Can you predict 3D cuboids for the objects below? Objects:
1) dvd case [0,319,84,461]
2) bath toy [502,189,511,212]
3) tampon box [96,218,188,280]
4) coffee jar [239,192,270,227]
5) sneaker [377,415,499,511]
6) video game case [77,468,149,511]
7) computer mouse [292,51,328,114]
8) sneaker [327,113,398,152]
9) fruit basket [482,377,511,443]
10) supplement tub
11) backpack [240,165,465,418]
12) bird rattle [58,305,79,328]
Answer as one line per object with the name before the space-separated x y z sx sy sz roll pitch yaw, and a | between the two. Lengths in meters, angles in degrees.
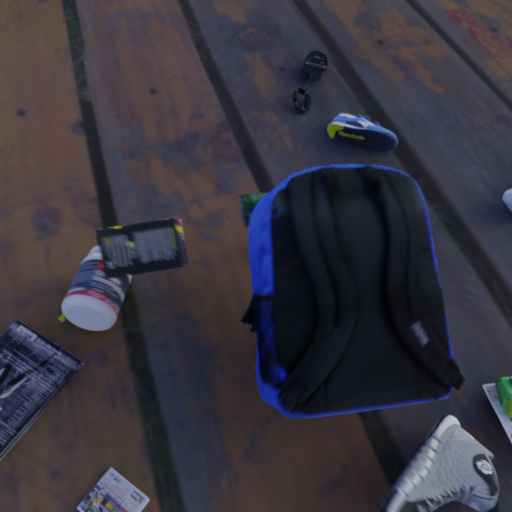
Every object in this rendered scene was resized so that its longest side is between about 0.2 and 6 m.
dvd case | -4.374 2.335 9.748 1.661 0.178 2.234 27 58 18
bath toy | 6.292 -1.380 12.228 1.981 0.732 0.861 -25 13 -20
tampon box | -1.882 -0.145 9.437 1.312 0.983 0.828 -9 93 -3
coffee jar | 0.295 -0.942 10.677 1.179 0.615 0.503 -10 43 -1
sneaker | 2.803 3.529 8.215 1.360 0.884 2.356 36 56 22
video game case | -2.210 3.846 8.683 0.828 0.095 0.754 30 59 19
computer mouse | 1.409 -4.567 14.834 0.678 0.394 2.312 17 61 4
sneaker | 2.613 -3.037 13.479 1.703 0.630 0.700 21 54 14
fruit basket | 4.611 2.580 9.147 1.313 0.664 1.417 -5 33 -3
supplement tub | -2.906 0.592 10.393 0.976 0.976 1.390 7 50 5
backpack | 1.109 0.446 8.835 2.854 2.947 3.512 -5 88 -16
bird rattle | -3.388 1.064 10.651 0.577 0.398 0.707 45 38 6
